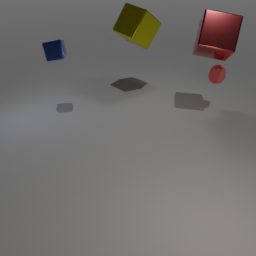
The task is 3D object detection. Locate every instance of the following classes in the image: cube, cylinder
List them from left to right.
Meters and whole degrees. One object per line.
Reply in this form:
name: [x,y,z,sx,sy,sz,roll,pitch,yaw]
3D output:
cube: [-2.744,-2.928,10.583,0.700,0.700,0.700,-12,18,1]
cube: [0.419,-4.763,13.184,1.400,1.400,1.400,36,13,34]
cube: [3.453,-3.585,10.963,1.400,1.400,1.400,13,2,5]
cylinder: [3.915,-2.364,12.284,0.700,0.700,0.700,10,28,17]
